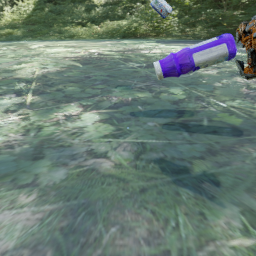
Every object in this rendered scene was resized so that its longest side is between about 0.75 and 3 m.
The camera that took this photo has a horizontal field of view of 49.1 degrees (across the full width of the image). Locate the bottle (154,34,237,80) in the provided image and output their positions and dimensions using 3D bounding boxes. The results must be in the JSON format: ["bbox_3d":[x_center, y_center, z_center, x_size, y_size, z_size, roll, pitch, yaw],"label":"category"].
[{"bbox_3d":[1.863,-1.965,7.964,2.239,0.731,0.935,-18,3,7],"label":"bottle"}]

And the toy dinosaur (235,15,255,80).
[{"bbox_3d":[2.193,-0.942,3.883,1.204,1.775,0.906,-37,-15,34],"label":"toy dinosaur"}]

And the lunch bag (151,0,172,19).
[{"bbox_3d":[1.244,-4.589,10.577,0.842,0.397,1.051,39,31,-11],"label":"lunch bag"}]
